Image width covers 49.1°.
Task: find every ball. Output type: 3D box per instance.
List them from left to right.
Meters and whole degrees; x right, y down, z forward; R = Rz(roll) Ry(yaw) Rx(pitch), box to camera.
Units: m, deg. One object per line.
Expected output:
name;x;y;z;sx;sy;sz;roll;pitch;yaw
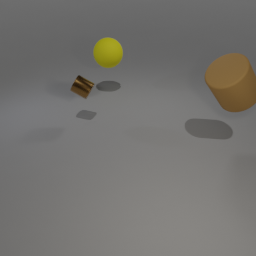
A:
ball;-0.945;-3.569;13.332;1.400;1.400;1.400;0;31;0

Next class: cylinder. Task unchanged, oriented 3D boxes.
cylinder;-1.768;-1.585;10.885;0.700;0.700;0.700;29;31;-8
cylinder;3.422;-1.452;9.130;1.400;1.400;1.400;-23;46;27
